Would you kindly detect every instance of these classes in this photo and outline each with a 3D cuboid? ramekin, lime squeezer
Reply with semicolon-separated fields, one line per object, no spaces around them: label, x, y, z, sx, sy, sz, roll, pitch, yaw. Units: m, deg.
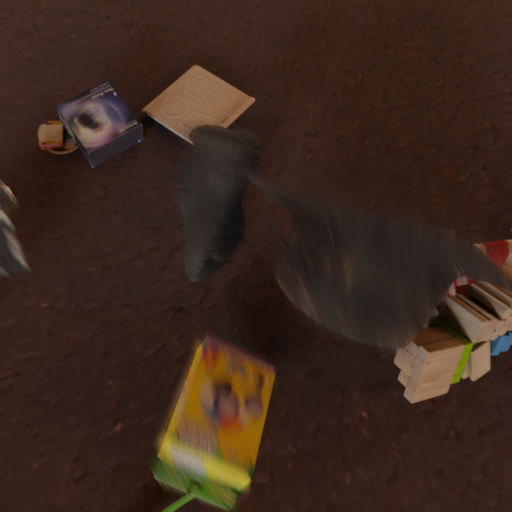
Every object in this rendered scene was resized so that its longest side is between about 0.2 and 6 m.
ramekin;2.708;1.074;9.317;0.681;0.332;0.681;0;62;0
lime squeezer;-1.696;4.263;7.584;0.848;0.453;2.402;19;63;10

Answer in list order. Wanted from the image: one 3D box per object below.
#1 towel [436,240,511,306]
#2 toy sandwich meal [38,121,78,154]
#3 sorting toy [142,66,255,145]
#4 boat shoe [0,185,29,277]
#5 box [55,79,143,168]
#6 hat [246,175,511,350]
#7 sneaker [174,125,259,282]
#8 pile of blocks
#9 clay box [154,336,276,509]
towel;3.764;0.285;9.608;1.532;0.174;1.104;-6;61;13
toy sandwich meal;-3.902;-2.412;11.165;0.902;0.309;0.902;0;62;0
sorting toy;-1.180;-3.051;11.534;1.787;0.326;1.654;33;67;21
boat shoe;-3.881;-0.684;8.368;0.607;0.761;2.013;-12;93;-19
box;-3.012;-2.570;10.877;1.190;0.733;1.180;-34;83;-16
hat;1.491;0.293;8.097;4.178;4.178;1.685;24;91;12
sneaker;-0.804;-0.877;9.248;1.201;1.005;2.647;23;107;25
pile of blocks;3.445;1.050;8.965;3.307;1.358;1.028;-28;39;-14
clay box;-0.526;2.315;7.992;1.241;0.514;2.160;26;42;-9
